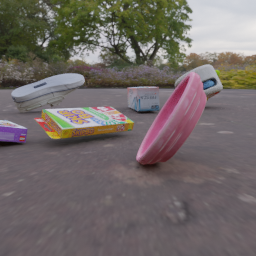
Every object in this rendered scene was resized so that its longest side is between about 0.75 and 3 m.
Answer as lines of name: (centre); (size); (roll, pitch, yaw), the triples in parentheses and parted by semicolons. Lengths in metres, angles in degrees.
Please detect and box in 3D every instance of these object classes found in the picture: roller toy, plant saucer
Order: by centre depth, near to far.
plant saucer: (0.690, -0.084, 4.272); (0.402, 1.584, 1.584); (31, 10, -1)
roller toy: (3.365, -1.918, 13.397); (2.166, 1.514, 1.976); (-28, -8, 31)

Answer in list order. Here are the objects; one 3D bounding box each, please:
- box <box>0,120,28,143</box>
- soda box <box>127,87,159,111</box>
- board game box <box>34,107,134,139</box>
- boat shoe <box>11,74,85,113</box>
box: (-2.966, 0.001, 5.941); (1.127, 0.322, 1.646); (8, 2, -37)
soda box: (0.597, -1.311, 12.240); (0.901, 0.969, 2.834); (-4, 8, -7)
board game box: (-0.922, -0.156, 6.150); (2.013, 0.302, 0.962); (-9, 32, -38)
boat shoe: (-3.180, -1.401, 11.622); (2.990, 1.044, 1.060); (-24, 43, -24)
